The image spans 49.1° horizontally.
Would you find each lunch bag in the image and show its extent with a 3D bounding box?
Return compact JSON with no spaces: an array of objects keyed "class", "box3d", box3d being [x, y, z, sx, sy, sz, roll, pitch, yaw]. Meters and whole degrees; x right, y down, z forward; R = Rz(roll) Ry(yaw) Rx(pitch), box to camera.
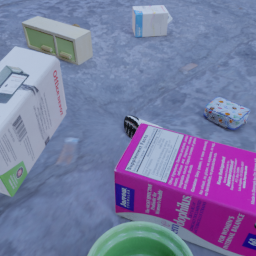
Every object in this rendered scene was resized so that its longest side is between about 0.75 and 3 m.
[{"class":"lunch bag","box3d":[2.884,-0.441,8.129,1.179,0.446,0.945,32,48,33]}]

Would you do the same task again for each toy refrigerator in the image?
[{"class":"toy refrigerator","box3d":[-2.844,-3.506,11.143,2.860,1.086,1.001,24,46,24]}]

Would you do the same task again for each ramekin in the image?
[{"class":"ramekin","box3d":[0.194,2.451,4.415,1.724,0.842,1.724,-1,36,1]}]

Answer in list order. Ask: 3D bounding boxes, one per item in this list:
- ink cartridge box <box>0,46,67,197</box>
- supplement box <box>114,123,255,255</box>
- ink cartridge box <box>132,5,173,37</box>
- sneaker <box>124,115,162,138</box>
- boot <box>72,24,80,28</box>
[{"class":"ink cartridge box","box3d":[-1.719,-0.124,4.257,0.769,1.331,1.829,17,52,8]},{"class":"supplement box","box3d":[1.331,1.192,5.444,2.920,1.478,1.509,16,43,17]},{"class":"ink cartridge box","box3d":[1.085,-4.847,12.693,1.682,1.053,1.081,-4,41,-4]},{"class":"sneaker","box3d":[0.531,0.113,7.504,1.548,0.571,0.619,35,38,28]},{"class":"boot","box3d":[-2.761,-4.724,13.190,0.670,0.253,0.766,32,50,14]}]
